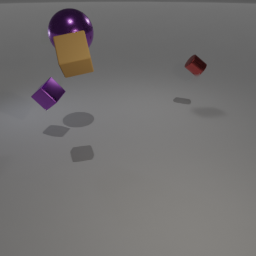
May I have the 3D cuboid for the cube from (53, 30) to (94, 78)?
[{"bbox_3d":[-1.218,-1.655,6.346,0.700,0.700,0.700,-13,-14,-4],"label":"cube"}]

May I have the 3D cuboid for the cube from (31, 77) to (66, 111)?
[{"bbox_3d":[-2.725,-1.166,9.612,0.700,0.700,0.700,-27,27,39],"label":"cube"}]

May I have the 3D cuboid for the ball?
[{"bbox_3d":[-1.773,-2.975,8.734,1.400,1.400,1.400,0,28,0],"label":"ball"}]

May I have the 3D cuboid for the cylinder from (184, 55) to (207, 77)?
[{"bbox_3d":[2.982,-2.754,12.363,0.700,0.700,0.700,36,25,-14],"label":"cylinder"}]
